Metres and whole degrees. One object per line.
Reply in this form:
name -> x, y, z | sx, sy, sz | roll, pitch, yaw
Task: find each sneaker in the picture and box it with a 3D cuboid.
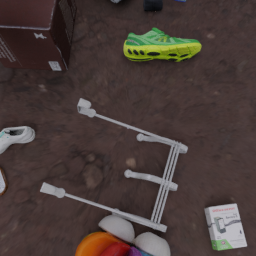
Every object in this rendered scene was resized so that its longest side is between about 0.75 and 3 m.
sneaker -> -3.192, 0.257, 7.190 | 1.465, 0.648, 0.551 | -22, 73, -7
sneaker -> 1.001, -2.462, 8.061 | 2.245, 0.831, 0.938 | 2, 74, 1

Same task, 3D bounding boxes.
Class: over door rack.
over door rack -> -0.219, 0.918, 6.638 | 2.994, 0.997, 2.212 | 23, 71, -14

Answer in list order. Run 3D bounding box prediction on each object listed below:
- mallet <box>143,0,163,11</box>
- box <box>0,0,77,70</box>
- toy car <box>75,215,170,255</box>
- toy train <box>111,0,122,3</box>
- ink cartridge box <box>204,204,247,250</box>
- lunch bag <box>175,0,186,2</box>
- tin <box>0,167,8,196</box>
mallet -> 0.638, -4.524, 9.090 | 0.611, 0.382, 1.856 | -12, 66, -3
box -> -2.627, -3.096, 7.701 | 1.912, 1.932, 2.328 | 4, 70, 1
toy car -> -0.127, 2.907, 5.755 | 2.103, 1.577, 1.840 | 25, 72, 8
toy train -> -0.023, -4.988, 8.824 | 1.411, 1.055, 2.476 | 38, 75, 14
ink cartridge box -> 2.275, 2.310, 6.589 | 0.693, 0.400, 0.953 | -7, 71, -3
lunch bag -> 1.503, -4.468, 8.825 | 0.864, 0.735, 0.551 | 10, 71, 4
tin -> -3.323, 1.329, 7.079 | 0.443, 0.166, 0.791 | -24, 72, -13
